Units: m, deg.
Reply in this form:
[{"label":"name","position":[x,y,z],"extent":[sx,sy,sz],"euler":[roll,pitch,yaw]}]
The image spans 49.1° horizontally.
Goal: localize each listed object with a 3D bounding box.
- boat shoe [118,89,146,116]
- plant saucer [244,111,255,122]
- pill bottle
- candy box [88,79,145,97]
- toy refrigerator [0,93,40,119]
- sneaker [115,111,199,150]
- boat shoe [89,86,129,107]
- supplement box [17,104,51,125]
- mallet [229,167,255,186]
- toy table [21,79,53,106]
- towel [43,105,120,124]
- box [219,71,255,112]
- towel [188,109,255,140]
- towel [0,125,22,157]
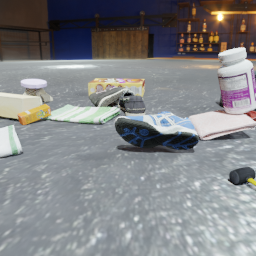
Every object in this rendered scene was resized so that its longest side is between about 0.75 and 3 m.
[{"label":"boat shoe","position":[0.181,-1.200,11.907],"extent":[1.086,0.937,2.989],"euler":[-2,17,-7]},{"label":"plant saucer","position":[3.634,-0.313,9.776],"extent":[1.433,0.263,1.430],"euler":[-19,22,-14]},{"label":"pill bottle","position":[3.512,-1.526,9.059],"extent":[1.091,1.943,1.091],"euler":[-15,19,5]},{"label":"candy box","position":[-0.584,-2.238,15.509],"extent":[2.924,0.825,1.706],"euler":[0,18,7]},{"label":"toy refrigerator","position":[-4.761,-0.876,11.045],"extent":[2.538,0.888,0.963],"euler":[9,12,24]},{"label":"sneaker","position":[0.732,0.010,7.411],"extent":[2.209,0.836,0.851],"euler":[11,45,-8]},{"label":"boat shoe","position":[-0.817,-1.546,12.925],"extent":[0.734,0.861,2.575],"euler":[38,32,13]},{"label":"supplement box","position":[-3.404,-0.497,10.237],"extent":[1.134,0.377,0.390],"euler":[-28,36,-35]},{"label":"mallet","position":[2.565,1.201,5.327],"extent":[0.509,0.318,1.546],"euler":[-5,21,-16]},{"label":"toy table","position":[-4.474,-1.730,13.478],"extent":[1.627,1.037,1.770],"euler":[-6,19,-19]},{"label":"towel","position":[-1.752,-0.568,10.985],"extent":[2.463,0.288,1.879],"euler":[6,19,18]},{"label":"box","position":[4.785,-1.515,11.617],"extent":[0.960,1.718,2.435],"euler":[-2,18,-4]},{"label":"towel","position":[2.973,-0.168,9.100],"extent":[1.714,0.289,1.795],"euler":[-11,19,4]},{"label":"towel","position":[-4.278,0.454,7.499],"extent":[2.555,0.392,1.906],"euler":[-8,18,-25]}]
